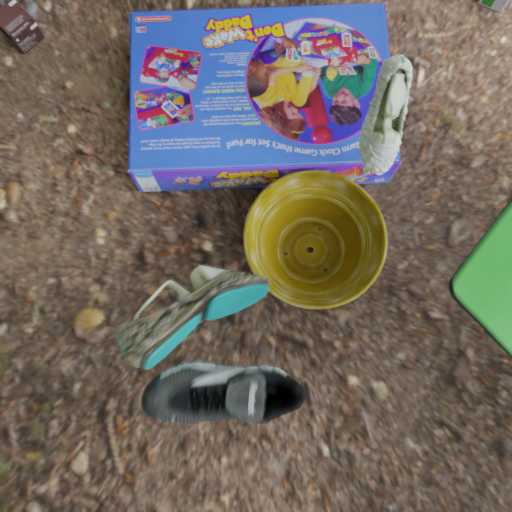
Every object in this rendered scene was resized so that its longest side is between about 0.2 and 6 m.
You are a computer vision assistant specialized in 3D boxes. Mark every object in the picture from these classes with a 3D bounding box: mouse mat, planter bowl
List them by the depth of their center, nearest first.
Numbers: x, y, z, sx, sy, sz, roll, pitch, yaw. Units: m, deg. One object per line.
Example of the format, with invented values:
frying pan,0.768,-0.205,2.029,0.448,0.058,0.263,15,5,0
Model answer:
mouse mat,3.126,0.407,6.104,2.007,0.076,1.615,44,77,-14
planter bowl,1.001,-0.198,9.970,2.449,1.020,2.449,0,77,0

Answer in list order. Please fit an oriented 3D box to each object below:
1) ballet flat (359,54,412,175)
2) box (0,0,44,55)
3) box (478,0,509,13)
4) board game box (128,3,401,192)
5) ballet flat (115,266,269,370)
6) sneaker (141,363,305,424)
ballet flat,1.990,-2.094,8.571,0.670,0.670,1.866,6,114,1
box,-4.719,-4.533,11.106,0.594,0.715,0.587,-44,81,-8
box,4.958,-5.441,11.361,0.534,0.621,0.624,25,78,6
board game box,0.084,-2.967,10.556,4.790,1.072,3.221,-2,77,0
ballet flat,-0.871,0.626,7.596,2.326,0.789,0.876,-29,68,-34
sneaker,-0.330,1.786,7.238,2.218,1.004,0.737,4,84,-26
